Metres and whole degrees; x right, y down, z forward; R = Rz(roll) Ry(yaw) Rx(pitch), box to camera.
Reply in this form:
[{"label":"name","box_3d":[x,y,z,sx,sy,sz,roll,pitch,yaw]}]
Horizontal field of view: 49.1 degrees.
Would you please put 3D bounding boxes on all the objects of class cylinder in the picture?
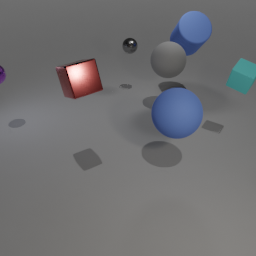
[{"label":"cylinder","box_3d":[2.642,-3.982,11.930,1.400,1.400,1.400,-4,-5,-7]}]

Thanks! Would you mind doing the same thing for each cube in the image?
[{"label":"cube","box_3d":[3.649,-1.636,8.860,0.700,0.700,0.700,31,58,20]},{"label":"cube","box_3d":[-1.070,-1.085,6.141,0.700,0.700,0.700,-23,20,-25]}]

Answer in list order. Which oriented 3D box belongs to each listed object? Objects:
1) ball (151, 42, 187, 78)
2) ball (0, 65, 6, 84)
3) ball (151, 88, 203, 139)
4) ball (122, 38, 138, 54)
[{"label":"ball","box_3d":[1.588,-2.669,11.013,1.400,1.400,1.400,0,30,0]},{"label":"ball","box_3d":[-4.364,-1.756,9.149,0.700,0.700,0.700,0,30,0]},{"label":"ball","box_3d":[1.345,-0.404,7.717,1.400,1.400,1.400,0,30,0]},{"label":"ball","box_3d":[0.090,-3.734,12.731,0.700,0.700,0.700,0,30,0]}]
